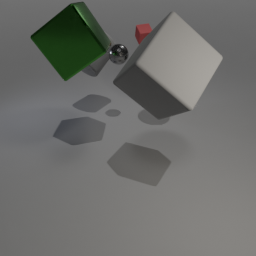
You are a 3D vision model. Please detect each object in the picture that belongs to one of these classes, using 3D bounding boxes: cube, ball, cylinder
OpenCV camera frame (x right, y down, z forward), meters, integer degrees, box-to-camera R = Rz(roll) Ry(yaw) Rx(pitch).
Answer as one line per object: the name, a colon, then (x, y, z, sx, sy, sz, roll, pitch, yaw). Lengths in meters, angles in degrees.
cube: (0.782, -1.202, 5.876, 1.400, 1.400, 1.400, -57, 14, -17)
cube: (-1.458, -2.372, 7.592, 1.400, 1.400, 1.400, -31, 20, 17)
ball: (-0.324, -2.556, 9.730, 0.700, 0.700, 0.700, 0, 29, 0)
cylinder: (-1.395, -2.960, 10.879, 1.400, 1.400, 1.400, 25, 76, 37)
cube: (0.809, -4.804, 14.308, 0.700, 0.700, 0.700, -12, 58, -13)
